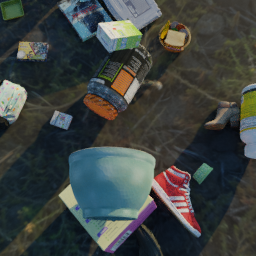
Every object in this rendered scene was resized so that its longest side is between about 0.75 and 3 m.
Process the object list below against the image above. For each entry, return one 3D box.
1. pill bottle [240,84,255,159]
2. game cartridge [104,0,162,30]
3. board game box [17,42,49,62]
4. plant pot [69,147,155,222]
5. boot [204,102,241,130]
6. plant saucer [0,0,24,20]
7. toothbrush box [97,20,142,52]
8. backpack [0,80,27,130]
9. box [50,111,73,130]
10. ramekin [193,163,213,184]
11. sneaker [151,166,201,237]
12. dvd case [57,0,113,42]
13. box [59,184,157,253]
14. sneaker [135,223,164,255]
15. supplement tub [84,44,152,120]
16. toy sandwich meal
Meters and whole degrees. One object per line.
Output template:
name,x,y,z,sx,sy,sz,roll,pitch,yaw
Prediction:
pill bottle,5.132,-0.230,10.746,1.515,1.515,2.695,8,75,2
game cartridge,-0.016,-5.726,12.472,1.877,0.577,2.820,-36,93,-16
board game box,-4.175,-3.345,12.300,1.247,0.216,0.845,3,74,1
plant pot,-0.482,1.737,7.979,2.540,2.540,1.702,1,67,0
boot,3.815,-0.534,11.408,1.516,0.533,1.108,-1,68,-1
plant saucer,-5.292,-5.403,12.873,0.948,0.227,0.947,-16,75,-5
toothbrush box,-0.284,-2.947,8.914,1.167,0.502,0.850,-18,58,-27
backpack,-4.847,-0.919,11.095,1.170,1.542,1.848,24,72,-14
box,-2.734,-0.320,11.487,0.753,0.155,0.587,19,75,4
ramekin,2.817,1.710,10.612,0.382,0.782,0.782,41,78,19
sneaker,2.094,2.582,10.278,1.443,0.914,2.566,-39,76,-7
dvd case,-1.951,-5.217,12.813,1.663,0.251,2.279,-32,76,-8
box,-0.686,2.569,9.795,2.210,1.215,2.512,-44,63,-11
sneaker,0.731,4.543,9.747,1.177,0.984,2.592,-30,73,1
supplement tub,-0.422,-1.888,11.082,1.777,1.777,2.900,29,76,8
toy sandwich meal,2.070,-4.077,12.337,1.564,0.536,1.564,0,74,0
